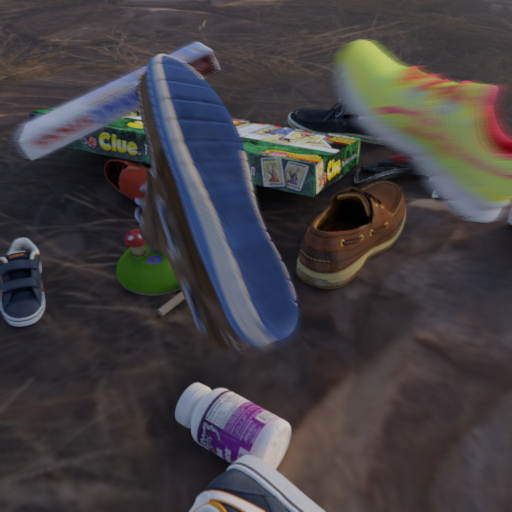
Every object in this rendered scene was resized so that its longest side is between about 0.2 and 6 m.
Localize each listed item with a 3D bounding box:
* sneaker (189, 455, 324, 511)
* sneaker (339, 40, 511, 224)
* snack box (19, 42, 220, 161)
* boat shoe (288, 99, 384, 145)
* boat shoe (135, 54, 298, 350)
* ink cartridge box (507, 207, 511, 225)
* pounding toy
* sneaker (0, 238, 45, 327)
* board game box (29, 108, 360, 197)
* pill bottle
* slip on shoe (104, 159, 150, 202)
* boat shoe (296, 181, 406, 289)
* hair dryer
[{"bbox_3d":[0.450,2.606,4.329,2.570,1.008,1.020,17,32,40],"label":"sneaker"},{"bbox_3d":[2.361,-1.848,7.117,2.954,1.334,1.155,42,47,1],"label":"sneaker"},{"bbox_3d":[-1.549,-1.786,6.328,2.277,0.277,0.819,-27,30,-3],"label":"snack box"},{"bbox_3d":[1.996,-3.112,12.636,2.617,0.814,0.976,11,38,18],"label":"boat shoe"},{"bbox_3d":[-0.621,-0.444,5.231,1.027,2.836,1.025,-23,-8,33],"label":"boat shoe"},{"bbox_3d":[5.094,-0.820,9.184,1.374,0.998,0.993,-10,36,-14],"label":"ink cartridge box"},{"bbox_3d":[-1.384,0.012,8.234,1.223,0.735,1.584,-27,43,-33],"label":"pounding toy"},{"bbox_3d":[-3.342,0.328,7.921,0.596,0.604,1.520,-10,38,-16],"label":"sneaker"},{"bbox_3d":[-1.132,-2.314,11.111,5.843,0.685,3.061,14,26,19],"label":"board game box"},{"bbox_3d":[-0.267,1.771,5.814,1.133,0.636,0.636,21,40,28],"label":"pill bottle"},{"bbox_3d":[-2.087,-1.262,9.933,0.653,0.791,2.136,2,22,-39],"label":"slip on shoe"},{"bbox_3d":[1.645,-0.583,8.865,1.042,0.977,2.894,22,41,28],"label":"boat shoe"},{"bbox_3d":[3.629,-2.103,11.126,2.511,0.896,3.297,20,39,28],"label":"hair dryer"}]
